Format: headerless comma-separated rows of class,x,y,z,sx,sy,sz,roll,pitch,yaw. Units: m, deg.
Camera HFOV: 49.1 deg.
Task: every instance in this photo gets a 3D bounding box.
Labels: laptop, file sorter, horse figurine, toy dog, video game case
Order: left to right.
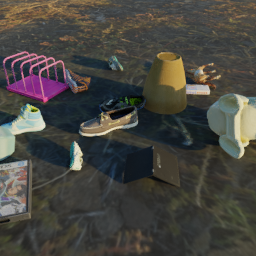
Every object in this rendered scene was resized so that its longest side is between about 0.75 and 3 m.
video game case,-3.727,1.805,7.837,1.952,0.275,2.161,-8,36,-12
file sorter,-4.276,-2.473,12.930,2.396,1.502,1.665,18,38,24
laptop,0.740,1.295,8.760,1.469,0.851,1.376,26,33,-13
horse figurine,3.751,-2.631,13.968,1.377,0.518,2.077,-10,40,6
toy dog,4.500,-0.281,9.714,2.935,2.048,2.846,-8,4,-10

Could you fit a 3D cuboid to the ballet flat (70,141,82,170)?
ballet flat,-1.677,0.939,9.087,0.428,0.428,1.194,-4,38,-6

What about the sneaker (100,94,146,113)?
sneaker,-0.210,-1.047,11.309,1.937,0.803,0.687,-9,71,-14

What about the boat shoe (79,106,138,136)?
boat shoe,-0.717,-0.290,10.489,2.320,0.691,0.834,-12,37,-17

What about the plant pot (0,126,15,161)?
plant pot,-4.324,0.490,9.175,1.038,1.016,1.019,-9,32,-42

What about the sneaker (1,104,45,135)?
sneaker,-3.948,-0.364,10.289,1.605,1.048,0.638,-10,37,-13

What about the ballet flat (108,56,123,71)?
ballet flat,-0.716,-3.423,15.279,0.534,0.565,1.678,-31,37,3

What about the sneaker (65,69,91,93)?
sneaker,-2.375,-2.285,13.500,1.015,0.703,1.811,-14,47,-26

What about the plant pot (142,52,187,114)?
plant pot,1.601,-1.970,11.658,1.971,2.115,1.971,2,35,-1

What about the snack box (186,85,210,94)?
snack box,2.910,-1.820,13.119,1.712,0.208,0.615,2,35,3
